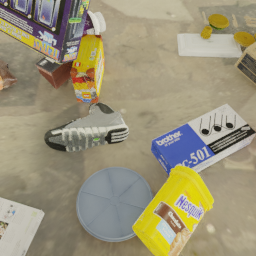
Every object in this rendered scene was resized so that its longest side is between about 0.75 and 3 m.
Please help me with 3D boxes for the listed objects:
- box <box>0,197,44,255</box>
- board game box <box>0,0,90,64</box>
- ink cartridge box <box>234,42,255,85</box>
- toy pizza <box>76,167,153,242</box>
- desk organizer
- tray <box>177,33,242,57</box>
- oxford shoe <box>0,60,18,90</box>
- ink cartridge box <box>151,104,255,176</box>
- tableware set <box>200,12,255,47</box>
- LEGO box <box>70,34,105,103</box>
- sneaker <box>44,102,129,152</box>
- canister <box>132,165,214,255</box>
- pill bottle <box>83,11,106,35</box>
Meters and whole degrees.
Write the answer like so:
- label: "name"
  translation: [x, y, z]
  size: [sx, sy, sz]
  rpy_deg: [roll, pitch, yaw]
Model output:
- label: "box"
  translation: [-3.365, 2.488, 6.958]
  size: [2.076, 0.377, 1.499]
  rpy_deg: [15, 56, 9]
- label: "board game box"
  translation: [-2.363, -3.340, 7.031]
  size: [2.882, 2.382, 0.817]
  rpy_deg: [31, 34, 13]
- label: "ink cartridge box"
  translation: [5.462, -2.328, 9.779]
  size: [2.636, 0.990, 2.171]
  rpy_deg: [-34, 73, -22]
- label: "toy pizza"
  translation: [-0.337, 1.956, 7.355]
  size: [2.015, 0.319, 2.015]
  rpy_deg: [-1, 54, 1]
- label: "desk organizer"
  translation: [-2.215, -2.453, 10.149]
  size: [0.774, 0.831, 2.158]
  rpy_deg: [29, 60, 20]
- label: "tray"
  translation: [3.244, -3.370, 11.149]
  size: [2.488, 0.276, 1.336]
  rpy_deg: [2, 54, 1]
- label: "oxford shoe"
  translation: [-4.858, -2.173, 10.107]
  size: [0.871, 0.852, 2.389]
  rpy_deg: [-22, 58, -40]
- label: "ink cartridge box"
  translation: [2.208, 0.406, 8.261]
  size: [2.812, 0.622, 1.322]
  rpy_deg: [-24, 57, -16]
- label: "tableware set"
  translation: [4.303, -3.818, 11.260]
  size: [2.817, 0.432, 1.897]
  rpy_deg: [4, 56, -6]
- label: "LEGO box"
  translation: [-1.305, -2.024, 9.497]
  size: [0.728, 1.405, 1.886]
  rpy_deg: [4, 54, 3]
- label: "sneaker"
  translation: [-1.304, -0.121, 8.566]
  size: [2.469, 0.926, 1.426]
  rpy_deg: [-5, 49, -16]
- label: "canister"
  translation: [1.105, 2.053, 6.683]
  size: [1.882, 1.398, 0.815]
  rpy_deg: [-47, 28, -25]
- label: "pill bottle"
  translation: [-1.919, -3.913, 11.017]
  size: [1.968, 1.107, 1.107]
  rpy_deg: [-25, 58, -17]
